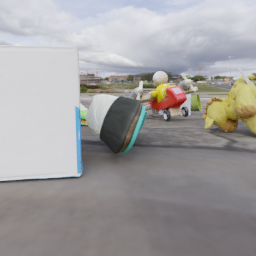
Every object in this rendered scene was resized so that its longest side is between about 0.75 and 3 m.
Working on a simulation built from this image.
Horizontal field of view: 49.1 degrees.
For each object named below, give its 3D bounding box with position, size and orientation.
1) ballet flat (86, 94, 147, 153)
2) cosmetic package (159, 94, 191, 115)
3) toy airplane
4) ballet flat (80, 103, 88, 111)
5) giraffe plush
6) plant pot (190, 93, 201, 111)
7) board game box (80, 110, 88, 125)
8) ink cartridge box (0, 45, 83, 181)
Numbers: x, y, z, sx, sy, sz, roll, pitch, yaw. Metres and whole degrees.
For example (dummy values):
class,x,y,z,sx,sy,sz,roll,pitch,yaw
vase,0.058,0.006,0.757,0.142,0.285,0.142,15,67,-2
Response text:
class,x,y,z,sx,sy,sz,roll,pitch,yaw
ballet flat,-0.212,-0.135,4.964,0.937,0.932,2.741,23,3,3
cosmetic package,2.031,-1.155,12.130,1.187,1.191,0.732,-2,8,-15
toy airplane,1.246,-1.261,10.473,2.393,1.696,2.404,-4,12,28
ballet flat,-2.820,-0.990,12.171,2.697,0.968,0.968,6,10,36
giraffe plush,2.623,-0.430,7.011,1.509,1.748,1.418,-21,-11,-48
plant pot,3.297,-1.260,14.675,0.881,0.927,0.927,-11,2,27
board game box,-1.790,-0.411,9.510,1.135,0.356,2.376,7,5,-2
ink cartridge box,-1.554,-0.299,4.388,1.548,1.589,2.472,-2,7,-12
